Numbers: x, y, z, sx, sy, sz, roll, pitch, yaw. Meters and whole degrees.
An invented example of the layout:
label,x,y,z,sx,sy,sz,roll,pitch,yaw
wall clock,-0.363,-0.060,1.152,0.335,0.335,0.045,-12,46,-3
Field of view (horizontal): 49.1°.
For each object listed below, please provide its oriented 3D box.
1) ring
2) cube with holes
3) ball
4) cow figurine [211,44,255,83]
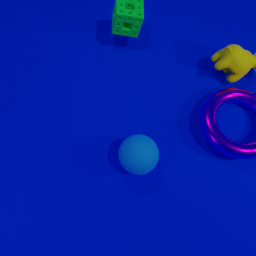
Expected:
label,x,y,z,sx,sy,sz,roll,pitch,yaw
ring,2.937,-0.163,7.413,2.067,0.413,2.067,1,65,-3
cube with holes,-0.018,-3.059,7.672,0.729,0.729,0.729,5,64,-11
ball,0.262,0.659,6.945,0.999,0.999,0.999,0,72,0
cow figurine,3.198,-1.872,7.600,1.411,1.434,0.787,-34,44,32
